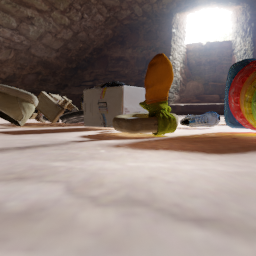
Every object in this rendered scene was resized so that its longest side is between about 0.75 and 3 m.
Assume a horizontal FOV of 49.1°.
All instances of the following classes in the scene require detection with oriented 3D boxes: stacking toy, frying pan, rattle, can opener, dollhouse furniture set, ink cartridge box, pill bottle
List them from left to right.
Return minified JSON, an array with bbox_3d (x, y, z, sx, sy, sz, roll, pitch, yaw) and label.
[{"bbox_3d":[-2.996,-0.620,11.593,1.080,1.264,2.439,40,7,4],"label":"dollhouse furniture set"},{"bbox_3d":[-2.654,-0.495,11.901,0.684,0.546,2.047,-2,-1,36],"label":"can opener"},{"bbox_3d":[-2.111,-0.312,10.359,1.272,0.342,2.103,-6,-10,-42],"label":"frying pan"},{"bbox_3d":[-0.732,-1.007,11.239,1.633,1.633,2.919,-2,4,-28],"label":"pill bottle"},{"bbox_3d":[-0.338,-0.567,7.848,1.523,1.102,1.121,3,4,41],"label":"ink cartridge box"},{"bbox_3d":[0.214,-0.573,5.837,1.354,1.486,2.080,-20,11,-2],"label":"rattle"},{"bbox_3d":[2.733,-0.410,4.882,1.669,1.579,2.876,3,16,10],"label":"stacking toy"}]

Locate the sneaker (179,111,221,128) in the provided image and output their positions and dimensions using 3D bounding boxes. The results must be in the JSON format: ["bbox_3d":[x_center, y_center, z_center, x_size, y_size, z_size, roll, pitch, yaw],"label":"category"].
[{"bbox_3d":[1.978,-0.179,7.841,1.197,0.449,0.519,-9,2,44],"label":"sneaker"}]

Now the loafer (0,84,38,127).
[{"bbox_3d":[-3.905,-0.762,7.334,2.948,1.006,1.115,14,-19,-24],"label":"loafer"}]
